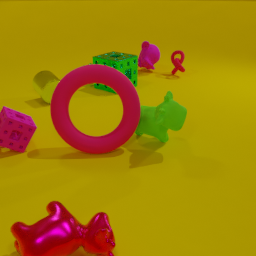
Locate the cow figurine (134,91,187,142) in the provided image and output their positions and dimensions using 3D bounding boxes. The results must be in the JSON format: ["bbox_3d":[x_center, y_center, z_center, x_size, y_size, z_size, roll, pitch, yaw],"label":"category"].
[{"bbox_3d":[0.634,-0.266,6.708,1.598,1.572,0.877,13,69,27],"label":"cow figurine"}]

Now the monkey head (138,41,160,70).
[{"bbox_3d":[0.790,-3.295,12.826,1.319,1.105,1.834,9,-2,18],"label":"monkey head"}]

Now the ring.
[{"bbox_3d":[-0.736,-0.407,6.458,2.072,2.072,0.414,-2,12,-4],"label":"ring"}]

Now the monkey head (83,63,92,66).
[{"bbox_3d":[-1.522,-2.165,11.379,1.239,0.892,0.747,-17,-9,-2],"label":"monkey head"}]

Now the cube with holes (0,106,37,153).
[{"bbox_3d":[-2.749,0.033,6.722,0.716,0.716,0.716,25,10,-38],"label":"cube with holes"}]

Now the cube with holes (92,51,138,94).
[{"bbox_3d":[-0.474,-2.165,10.804,1.229,1.229,1.229,19,32,32],"label":"cube with holes"}]

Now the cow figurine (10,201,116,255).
[{"bbox_3d":[-0.862,1.587,3.961,1.282,0.704,1.261,-24,37,-39],"label":"cow figurine"}]

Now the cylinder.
[{"bbox_3d":[-2.688,-1.400,9.546,0.865,0.865,0.865,-18,43,-32],"label":"cylinder"}]

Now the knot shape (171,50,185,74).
[{"bbox_3d":[2.207,-2.793,12.263,0.496,1.073,1.004,-3,32,-8],"label":"knot shape"}]
